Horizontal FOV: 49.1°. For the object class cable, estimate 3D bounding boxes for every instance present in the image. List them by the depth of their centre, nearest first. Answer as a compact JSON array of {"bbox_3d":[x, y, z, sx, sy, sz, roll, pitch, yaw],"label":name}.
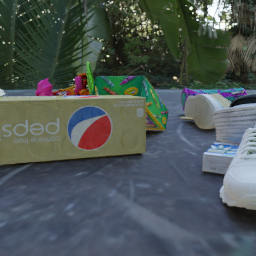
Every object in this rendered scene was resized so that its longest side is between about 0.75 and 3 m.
[{"bbox_3d":[2.536,-0.015,4.915,1.998,0.692,1.998,0,-2,32],"label":"cable"}]

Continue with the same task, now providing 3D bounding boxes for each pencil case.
[{"bbox_3d":[3.288,-1.046,10.685,2.413,1.115,1.027,-1,53,0],"label":"pencil case"}]

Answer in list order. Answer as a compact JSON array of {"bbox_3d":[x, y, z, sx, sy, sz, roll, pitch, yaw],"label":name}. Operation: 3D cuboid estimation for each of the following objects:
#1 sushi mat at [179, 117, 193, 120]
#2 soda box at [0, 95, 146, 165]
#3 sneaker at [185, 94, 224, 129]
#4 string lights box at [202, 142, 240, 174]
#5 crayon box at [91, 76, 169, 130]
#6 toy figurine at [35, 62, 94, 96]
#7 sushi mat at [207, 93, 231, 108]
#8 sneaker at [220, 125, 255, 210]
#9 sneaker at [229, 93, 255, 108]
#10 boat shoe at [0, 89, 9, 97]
[{"bbox_3d":[2.183,-0.320,9.474,0.828,0.050,0.396,5,12,32],"label":"sushi mat"},{"bbox_3d":[-1.234,-0.033,4.783,2.983,1.010,0.955,-3,10,-18],"label":"soda box"},{"bbox_3d":[2.445,-0.537,8.187,1.039,0.938,2.537,4,14,-3],"label":"sneaker"},{"bbox_3d":[1.447,0.439,4.217,0.463,0.265,0.900,5,11,26],"label":"string lights box"},{"bbox_3d":[0.133,-0.531,6.693,1.177,0.577,1.982,4,-17,25],"label":"crayon box"},{"bbox_3d":[-2.842,-1.616,12.936,2.635,2.149,2.863,-9,-12,-1],"label":"toy figurine"},{"bbox_3d":[3.449,-0.750,9.641,0.766,0.097,1.600,-10,42,-35],"label":"sushi mat"},{"bbox_3d":[1.508,0.366,3.265,0.707,0.745,1.850,6,13,25],"label":"sneaker"},{"bbox_3d":[3.799,-0.508,7.929,1.285,0.905,2.420,-6,12,-41],"label":"sneaker"},{"bbox_3d":[-4.345,-0.796,8.507,1.037,0.911,2.913,-24,4,1],"label":"boat shoe"}]
